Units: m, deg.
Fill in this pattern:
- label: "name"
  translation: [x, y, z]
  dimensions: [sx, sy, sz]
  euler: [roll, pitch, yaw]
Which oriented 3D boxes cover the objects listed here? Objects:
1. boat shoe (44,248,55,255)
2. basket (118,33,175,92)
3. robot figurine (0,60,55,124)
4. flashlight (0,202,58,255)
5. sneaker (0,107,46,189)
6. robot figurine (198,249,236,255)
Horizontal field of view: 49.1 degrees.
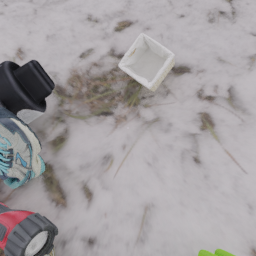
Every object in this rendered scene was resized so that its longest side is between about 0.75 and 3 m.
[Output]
- label: "boat shoe"
  translation: [-1.701, 2.671, 5.825]
  dimensions: [0.353, 0.323, 0.945]
  euler: [-28, 57, -15]
- label: "basket"
  translation: [0.592, -1.910, 8.384]
  dimensions: [1.231, 0.990, 1.220]
  euler: [38, 96, 11]
- label: "robot figurine"
  translation: [-3.211, -0.684, 7.171]
  dimensions: [2.614, 1.964, 1.631]
  euler: [-32, 72, 6]
- label: "flashlight"
  translation: [-2.821, 1.741, 6.011]
  dimensions: [2.930, 0.992, 0.996]
  euler: [24, 43, 30]
- label: "sneaker"
  translation: [-2.474, 0.593, 6.032]
  dimensions: [0.926, 2.387, 1.030]
  euler: [33, 57, 22]
- label: "robot figurine"
  translation: [1.529, 3.079, 4.804]
  dimensions: [1.573, 1.037, 1.793]
  euler: [8, 82, -25]
